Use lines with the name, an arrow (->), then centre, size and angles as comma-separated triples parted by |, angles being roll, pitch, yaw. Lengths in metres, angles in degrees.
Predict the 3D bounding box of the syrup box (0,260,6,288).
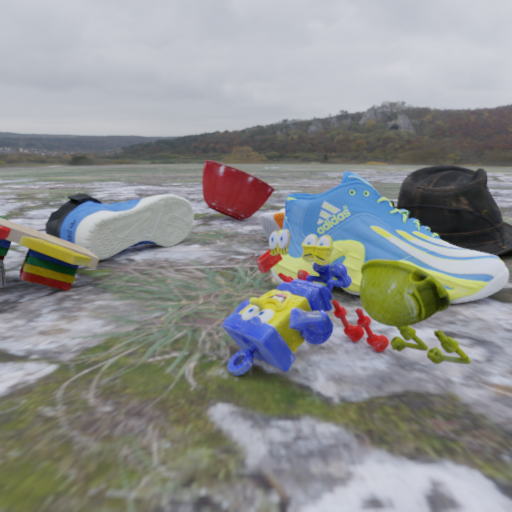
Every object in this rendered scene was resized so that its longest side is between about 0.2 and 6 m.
syrup box -> -4.196, 0.367, 8.198 | 0.431, 0.446, 1.095 | 2, 13, 10

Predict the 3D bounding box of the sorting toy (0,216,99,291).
sorting toy -> -3.556, -0.063, 8.444 | 2.021, 0.709, 4.192 | 21, -4, -24

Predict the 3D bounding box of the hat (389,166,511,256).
hat -> 4.178, -1.087, 12.161 | 4.196, 1.693, 4.196 | -1, 11, 0

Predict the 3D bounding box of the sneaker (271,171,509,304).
sneaker -> 1.885, -0.312, 8.117 | 3.425, 1.799, 1.297 | 1, 12, 9

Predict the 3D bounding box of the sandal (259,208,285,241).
sandal -> 0.760, -0.649, 11.548 | 0.687, 0.919, 2.399 | -27, 18, -15

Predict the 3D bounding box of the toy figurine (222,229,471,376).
toy figurine -> 0.501, 0.815, 5.637 | 1.599, 1.408, 2.669 | -38, 26, -22

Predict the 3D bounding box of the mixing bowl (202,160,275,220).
mixing bowl -> -0.664, -1.694, 15.512 | 2.116, 1.146, 2.116 | 22, -1, 0

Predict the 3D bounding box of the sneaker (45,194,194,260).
sneaker -> -2.829, -0.743, 11.616 | 1.733, 1.195, 3.115 | 16, 24, 32
